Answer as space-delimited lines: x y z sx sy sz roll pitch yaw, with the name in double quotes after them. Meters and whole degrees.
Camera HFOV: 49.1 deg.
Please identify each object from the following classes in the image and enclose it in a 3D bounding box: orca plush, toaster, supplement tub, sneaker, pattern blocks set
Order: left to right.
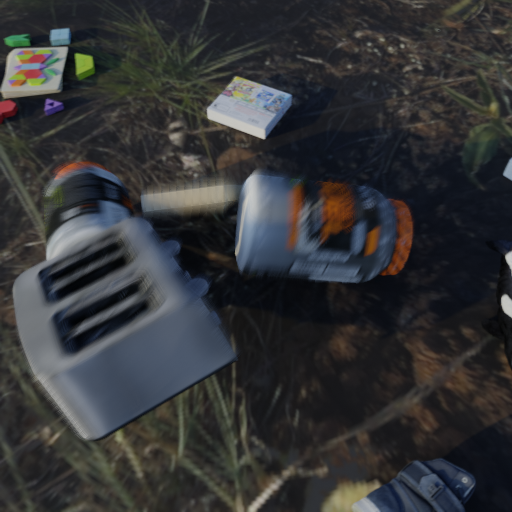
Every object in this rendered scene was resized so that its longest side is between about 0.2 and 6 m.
-5.646 -4.688 14.212 2.992 0.276 3.404 -16 55 -11 "pattern blocks set"
-2.957 -0.570 10.026 1.557 1.557 2.542 -15 41 -11 "supplement tub"
-2.038 0.998 8.148 2.758 1.637 2.494 -29 41 -11 "toaster"
1.158 -0.445 9.998 2.878 1.763 1.763 4 53 -11 "supplement tub"
2.662 3.893 7.611 1.647 0.866 2.279 -30 58 -17 "sneaker"
4.274 0.986 9.684 0.907 1.342 2.551 -19 74 32 "orca plush"

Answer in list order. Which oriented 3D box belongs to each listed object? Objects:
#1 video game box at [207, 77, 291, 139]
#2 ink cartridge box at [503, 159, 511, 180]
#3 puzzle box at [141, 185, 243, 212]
-0.152 -3.549 13.335 1.549 0.363 1.411 24 60 16 "video game box"
6.058 -1.972 12.108 1.148 0.482 0.835 -38 62 -24 "ink cartridge box"
-1.069 -1.090 10.493 1.496 2.248 0.286 -6 96 10 "puzzle box"
